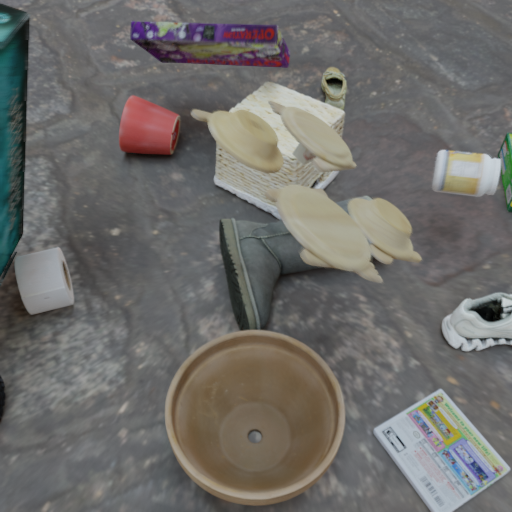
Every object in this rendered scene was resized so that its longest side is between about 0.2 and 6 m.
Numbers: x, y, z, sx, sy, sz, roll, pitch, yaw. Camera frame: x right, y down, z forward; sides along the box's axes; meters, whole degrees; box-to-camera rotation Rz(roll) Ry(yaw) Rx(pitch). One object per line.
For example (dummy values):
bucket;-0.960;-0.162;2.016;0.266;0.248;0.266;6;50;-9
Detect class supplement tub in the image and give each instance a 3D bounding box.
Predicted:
supplement tub;3.766;-1.475;10.078;1.051;0.760;0.760;9;50;14

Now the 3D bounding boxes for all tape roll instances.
tape roll;-3.693;0.435;9.827;0.730;1.063;1.063;-14;51;-12

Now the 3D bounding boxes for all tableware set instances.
tableware set;0.753;-0.920;6.948;2.672;0.371;3.199;-3;51;-47

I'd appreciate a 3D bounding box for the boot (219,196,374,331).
boot;1.009;0.086;10.258;3.111;1.129;2.829;-3;52;-11

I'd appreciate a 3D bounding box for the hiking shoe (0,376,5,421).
hiking shoe;-4.580;2.596;8.161;1.095;0.824;2.175;14;52;7

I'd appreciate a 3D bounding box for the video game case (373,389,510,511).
video game case;2.735;2.899;8.345;1.358;0.165;1.492;-24;53;-19

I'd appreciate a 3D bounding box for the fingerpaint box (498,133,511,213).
fingerpaint box;6.137;-1.730;11.890;1.579;0.694;1.893;8;50;7

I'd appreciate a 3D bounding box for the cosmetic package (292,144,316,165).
cosmetic package;0.885;-1.760;8.721;0.277;0.634;0.328;47;43;10

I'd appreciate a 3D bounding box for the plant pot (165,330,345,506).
plant pot;-0.018;2.404;8.118;2.482;1.146;2.482;0;51;0

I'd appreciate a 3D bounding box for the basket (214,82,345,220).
basket;0.498;-2.209;11.669;2.097;1.686;2.078;30;55;21

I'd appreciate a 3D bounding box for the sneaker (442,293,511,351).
sneaker;4.374;1.037;9.420;2.328;0.944;0.875;-6;49;-7

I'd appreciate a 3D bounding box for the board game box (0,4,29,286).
board game box;-4.040;-0.721;7.782;0.636;4.520;3.057;16;48;-10

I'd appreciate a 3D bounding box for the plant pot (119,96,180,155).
plant pot;-2.351;-2.836;12.577;1.123;1.270;1.270;13;50;-2

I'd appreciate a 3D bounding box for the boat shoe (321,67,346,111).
boat shoe;1.977;-4.298;14.138;0.643;0.555;1.763;5;50;4

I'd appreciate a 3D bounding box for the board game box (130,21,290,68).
board game box;-0.888;-4.404;11.729;2.991;0.483;1.795;6;9;11
